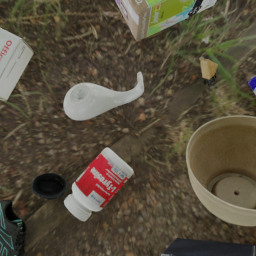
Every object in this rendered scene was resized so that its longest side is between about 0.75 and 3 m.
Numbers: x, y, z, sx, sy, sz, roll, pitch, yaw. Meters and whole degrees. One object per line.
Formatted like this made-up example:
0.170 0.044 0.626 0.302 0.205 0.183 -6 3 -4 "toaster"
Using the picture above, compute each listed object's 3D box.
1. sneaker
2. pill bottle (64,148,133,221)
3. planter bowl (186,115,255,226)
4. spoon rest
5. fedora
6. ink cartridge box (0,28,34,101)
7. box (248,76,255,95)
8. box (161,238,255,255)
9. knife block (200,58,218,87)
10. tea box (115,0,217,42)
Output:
-3.368 3.252 7.981 0.995 0.947 2.510 -27 86 -5 "sneaker"
-0.862 1.628 8.048 1.110 1.110 1.978 41 85 4 "pill bottle"
2.972 1.334 7.381 2.890 1.945 2.890 -5 46 5 "planter bowl"
-0.709 -0.915 8.152 2.529 0.767 1.256 -12 62 15 "spoon rest"
-2.313 1.803 8.259 1.031 1.031 0.471 13 129 1 "fedora"
-4.510 -2.234 8.410 2.571 1.125 1.868 26 86 4 "ink cartridge box"
5.058 -0.910 7.477 1.366 2.394 2.603 -28 84 -28 "box"
2.368 4.419 7.111 2.643 1.642 2.665 -4 84 24 "box"
2.411 -1.658 8.513 0.267 0.835 0.733 28 104 44 "knife block"
0.875 -4.728 8.209 2.905 1.973 2.953 -27 85 -1 "tea box"
